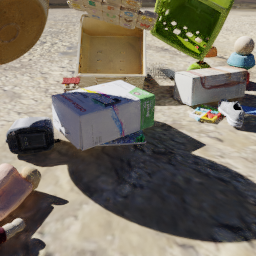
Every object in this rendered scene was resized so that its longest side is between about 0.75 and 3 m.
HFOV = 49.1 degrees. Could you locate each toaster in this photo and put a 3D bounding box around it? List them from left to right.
[{"bbox_3d":[-2.451,0.154,7.353,1.360,0.773,0.878,-7,27,-10],"label":"toaster"}]

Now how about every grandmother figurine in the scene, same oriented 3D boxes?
[{"bbox_3d":[-2.625,1.570,4.720,1.638,0.818,2.702,-3,24,13],"label":"grandmother figurine"}]

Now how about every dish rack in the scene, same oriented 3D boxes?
[{"bbox_3d":[1.235,-2.631,12.816,2.035,0.555,1.561,-5,29,-10],"label":"dish rack"}]

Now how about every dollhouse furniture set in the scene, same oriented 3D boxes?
[{"bbox_3d":[-2.002,-1.094,9.709,0.622,0.823,1.530,-1,34,-3],"label":"dollhouse furniture set"}]

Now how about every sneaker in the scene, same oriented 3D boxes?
[{"bbox_3d":[3.329,-0.600,8.826,0.555,0.609,1.487,11,30,-13],"label":"sneaker"}]

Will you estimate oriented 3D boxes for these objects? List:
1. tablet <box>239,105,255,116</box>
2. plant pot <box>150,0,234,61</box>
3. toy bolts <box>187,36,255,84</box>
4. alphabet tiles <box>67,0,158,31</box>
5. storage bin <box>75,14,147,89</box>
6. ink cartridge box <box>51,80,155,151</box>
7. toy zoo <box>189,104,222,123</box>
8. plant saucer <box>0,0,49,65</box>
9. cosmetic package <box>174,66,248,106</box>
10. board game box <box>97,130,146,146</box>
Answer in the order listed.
[{"bbox_3d":[3.941,-0.620,9.544,0.990,0.068,0.644,14,31,22],"label":"tablet"},{"bbox_3d":[2.139,-3.768,8.778,2.086,2.075,1.893,31,63,8],"label":"plant pot"},{"bbox_3d":[3.700,-2.781,11.517,2.897,2.009,2.767,12,30,22],"label":"toy bolts"},{"bbox_3d":[-0.269,-1.899,4.559,1.479,0.108,1.446,14,3,-5],"label":"alphabet tiles"},{"bbox_3d":[-0.677,-2.951,11.015,2.718,1.283,2.738,1,71,-1],"label":"storage bin"},{"bbox_3d":[-0.698,-0.478,7.889,2.391,1.004,1.731,-19,33,-32],"label":"ink cartridge box"},{"bbox_3d":[2.556,-0.452,9.167,0.791,0.123,1.205,20,34,32],"label":"toy zoo"},{"bbox_3d":[-2.919,-2.366,6.557,0.503,2.839,2.839,49,45,10],"label":"plant saucer"},{"bbox_3d":[2.992,-1.595,10.242,2.359,1.029,1.219,-12,24,-20],"label":"cosmetic package"},{"bbox_3d":[-0.252,0.066,8.142,1.363,0.176,1.363,-3,28,-6],"label":"board game box"}]
